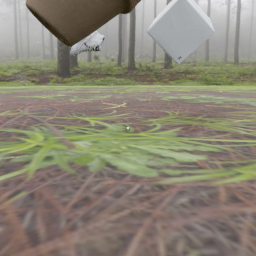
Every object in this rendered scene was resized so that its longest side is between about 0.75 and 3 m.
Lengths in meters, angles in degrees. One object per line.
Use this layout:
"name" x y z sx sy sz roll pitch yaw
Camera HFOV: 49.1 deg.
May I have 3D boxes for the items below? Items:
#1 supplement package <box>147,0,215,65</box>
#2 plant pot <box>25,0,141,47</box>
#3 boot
"supplement package" 1.817 -3.528 9.582 1.530 1.525 2.608 -40 16 28
"plant pot" -1.037 -2.736 5.656 2.096 1.828 2.096 42 -1 1
"boot" -1.665 -3.623 12.080 1.054 0.811 2.206 25 47 -7
